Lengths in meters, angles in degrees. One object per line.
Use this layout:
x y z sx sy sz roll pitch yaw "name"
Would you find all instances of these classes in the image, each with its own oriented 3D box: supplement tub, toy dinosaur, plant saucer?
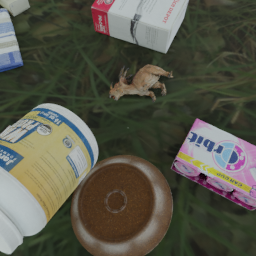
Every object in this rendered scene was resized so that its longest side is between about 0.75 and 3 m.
-1.826 0.828 5.155 1.706 1.706 2.358 27 48 13 "supplement tub"
0.497 -1.630 9.207 2.197 0.943 1.489 -34 55 -25 "toy dinosaur"
-0.263 1.929 7.233 2.787 0.510 2.787 -5 63 11 "plant saucer"

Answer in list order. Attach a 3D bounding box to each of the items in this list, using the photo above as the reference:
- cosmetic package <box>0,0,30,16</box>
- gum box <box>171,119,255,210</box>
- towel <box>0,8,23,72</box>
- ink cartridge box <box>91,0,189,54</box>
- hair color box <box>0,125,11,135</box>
-4.789 -5.278 11.241 0.844 0.570 1.604 -40 69 -18 "cosmetic package"
2.710 1.017 7.812 2.566 0.849 1.456 27 65 13 "gum box"
-5.206 -3.127 10.268 2.187 0.354 2.977 -19 66 -12 "towel"
0.490 -4.264 10.334 2.970 1.238 2.157 22 65 11 "ink cartridge box"
-2.771 1.078 7.857 2.393 0.733 1.214 32 66 16 "hair color box"
